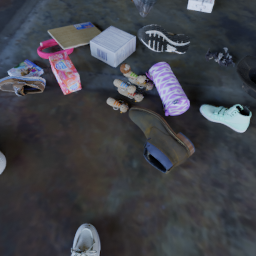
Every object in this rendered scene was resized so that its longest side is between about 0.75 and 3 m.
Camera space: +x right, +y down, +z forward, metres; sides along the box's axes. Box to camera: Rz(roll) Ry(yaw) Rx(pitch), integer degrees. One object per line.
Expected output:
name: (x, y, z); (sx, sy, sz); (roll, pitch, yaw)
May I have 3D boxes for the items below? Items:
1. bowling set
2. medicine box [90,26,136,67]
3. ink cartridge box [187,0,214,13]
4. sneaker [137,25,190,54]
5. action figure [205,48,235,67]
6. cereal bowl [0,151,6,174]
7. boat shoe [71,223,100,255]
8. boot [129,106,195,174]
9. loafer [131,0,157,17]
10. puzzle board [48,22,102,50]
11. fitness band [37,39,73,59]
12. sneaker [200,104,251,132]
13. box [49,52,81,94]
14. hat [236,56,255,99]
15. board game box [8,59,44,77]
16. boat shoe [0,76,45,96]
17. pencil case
bowling set: (0.119, -1.776, 11.528); (1.185, 1.536, 2.207); (29, 62, 18)
medicine box: (-0.698, -3.957, 13.511); (1.526, 0.862, 1.675); (31, 58, 22)
ink cartridge box: (4.240, -7.263, 16.189); (1.372, 0.568, 1.005); (15, 55, 11)
sneaker: (1.260, -3.380, 10.894); (2.478, 0.913, 0.991); (3, 15, -39)
action figure: (4.382, -3.332, 13.158); (1.412, 0.720, 0.839); (22, 45, 18)
cereal bowl: (-5.024, 1.195, 9.845); (1.296, 0.540, 1.296); (0, 53, -1)
boat shoe: (-1.270, 3.662, 7.717); (0.823, 0.950, 2.229); (3, 53, 3)
boot: (0.852, 0.364, 10.133); (2.913, 1.088, 1.412); (36, 59, 22)
loafer: (0.248, -4.535, 9.295); (0.744, 0.738, 2.043); (-3, 54, -28)
puzzle board: (-2.567, -4.740, 14.323); (2.454, 0.213, 1.849); (-23, 54, -28)
fitness band: (-3.535, -3.904, 13.693); (1.787, 0.334, 1.283); (-31, 56, -32)
sneaker: (3.810, -0.689, 10.876); (1.949, 1.149, 0.717); (27, 59, 20)
box: (-2.777, -2.431, 12.363); (0.818, 0.887, 1.728); (-22, 57, -16)
hat: (5.626, -1.853, 11.843); (2.596, 1.047, 2.596); (6, 58, -9)
board game box: (-4.699, -2.568, 12.863); (1.136, 0.234, 1.134); (33, 60, 22)
boat shoe: (-4.567, -1.782, 11.983); (1.958, 0.707, 0.709); (-6, 55, -5)
pencil case: (1.651, -1.628, 11.714); (1.085, 1.065, 2.539); (-28, 52, 13)
